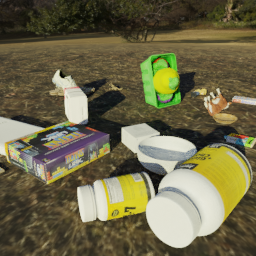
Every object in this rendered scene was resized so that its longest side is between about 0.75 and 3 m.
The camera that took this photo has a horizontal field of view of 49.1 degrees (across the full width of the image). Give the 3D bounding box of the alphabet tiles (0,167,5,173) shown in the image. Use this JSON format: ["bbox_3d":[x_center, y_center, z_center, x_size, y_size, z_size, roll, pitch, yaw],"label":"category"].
[{"bbox_3d":[-5.107,1.283,8.471,2.140,0.081,1.789,18,28,37],"label":"alphabet tiles"}]

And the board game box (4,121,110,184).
[{"bbox_3d":[-2.252,0.642,9.184,2.164,0.742,2.618,15,26,36],"label":"board game box"}]

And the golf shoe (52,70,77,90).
[{"bbox_3d":[-3.248,-2.390,15.535,2.066,1.004,0.809,36,45,0],"label":"golf shoe"}]

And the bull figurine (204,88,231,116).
[{"bbox_3d":[4.328,-1.229,13.563,0.599,1.116,1.838,-30,3,45],"label":"bull figurine"}]

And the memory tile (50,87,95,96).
[{"bbox_3d":[-3.395,-2.243,17.130,2.366,0.199,1.814,8,23,18],"label":"memory tile"}]

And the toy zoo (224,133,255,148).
[{"bbox_3d":[4.176,0.435,10.538,1.092,0.112,0.716,15,26,32],"label":"toy zoo"}]

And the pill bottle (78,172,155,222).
[{"bbox_3d":[-0.288,1.603,6.495,1.644,0.939,0.939,-7,23,-18],"label":"pill bottle"}]

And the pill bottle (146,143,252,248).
[{"bbox_3d":[1.614,1.417,6.243,1.480,1.480,2.642,18,28,37],"label":"pill bottle"}]

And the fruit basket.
[{"bbox_3d":[1.926,-2.405,14.151,2.063,2.861,2.861,-16,27,-34],"label":"fruit basket"}]

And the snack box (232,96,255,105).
[{"bbox_3d":[6.623,-1.462,15.136,1.778,0.216,0.639,12,25,27],"label":"snack box"}]

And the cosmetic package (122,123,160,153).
[{"bbox_3d":[0.442,0.350,10.063,1.004,0.619,1.007,-11,24,-25],"label":"cosmetic package"}]

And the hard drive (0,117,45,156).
[{"bbox_3d":[-4.783,0.220,10.695,2.981,0.398,1.966,12,25,28],"label":"hard drive"}]

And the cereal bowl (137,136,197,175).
[{"bbox_3d":[1.159,0.907,8.512,1.782,0.742,1.782,0,22,0],"label":"cereal bowl"}]

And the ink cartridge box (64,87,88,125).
[{"bbox_3d":[-2.346,-1.005,12.519,0.760,1.306,1.793,-7,23,-20],"label":"ink cartridge box"}]

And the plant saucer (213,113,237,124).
[{"bbox_3d":[4.325,-0.399,12.525,1.050,0.186,1.050,0,22,0],"label":"plant saucer"}]

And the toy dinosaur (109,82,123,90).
[{"bbox_3d":[-0.908,-2.601,17.974,0.655,0.377,1.295,0,23,-45],"label":"toy dinosaur"}]

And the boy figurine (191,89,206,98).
[{"bbox_3d":[4.169,-2.068,16.453,1.165,0.375,0.724,-16,21,-38],"label":"boy figurine"}]
